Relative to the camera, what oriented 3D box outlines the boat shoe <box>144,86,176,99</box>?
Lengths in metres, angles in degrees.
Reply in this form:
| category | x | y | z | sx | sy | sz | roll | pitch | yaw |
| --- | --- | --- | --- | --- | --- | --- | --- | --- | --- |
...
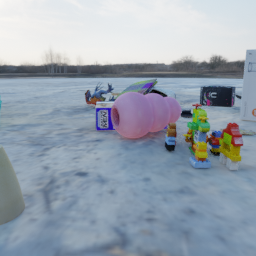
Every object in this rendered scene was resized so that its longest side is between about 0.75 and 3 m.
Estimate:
| category | x | y | z | sx | sy | sz | roll | pitch | yaw |
| --- | --- | --- | --- | --- | --- | --- | --- | --- | --- |
| boat shoe | 1.200 | -1.715 | 14.472 | 2.518 | 0.906 | 0.827 | 19 | 17 | 34 |

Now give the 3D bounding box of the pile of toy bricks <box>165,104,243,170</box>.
| category | x | y | z | sx | sy | sz | roll | pitch | yaw |
| --- | --- | --- | --- | --- | --- | --- | --- | --- | --- |
| pile of toy bricks | 1.462 | 0.026 | 5.836 | 1.176 | 1.046 | 2.120 | 1 | 12 | -6 |

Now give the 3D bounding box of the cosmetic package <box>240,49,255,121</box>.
| category | x | y | z | sx | sy | sz | roll | pitch | yaw |
| --- | --- | --- | --- | --- | --- | --- | --- | --- | --- |
| cosmetic package | 4.743 | -1.368 | 9.169 | 1.792 | 2.377 | 0.614 | 9 | 15 | 35 |

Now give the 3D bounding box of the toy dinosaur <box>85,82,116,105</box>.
| category | x | y | z | sx | sy | sz | roll | pitch | yaw |
| --- | --- | --- | --- | --- | --- | --- | --- | --- | --- |
| toy dinosaur | -1.495 | -1.420 | 12.901 | 2.039 | 1.180 | 2.247 | -13 | 13 | 36 |

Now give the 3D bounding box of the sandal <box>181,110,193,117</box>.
| category | x | y | z | sx | sy | sz | roll | pitch | yaw |
| --- | --- | --- | --- | --- | --- | --- | --- | --- | --- |
| sandal | 2.224 | -0.606 | 10.674 | 0.454 | 0.256 | 1.194 | 1 | 12 | 6 |

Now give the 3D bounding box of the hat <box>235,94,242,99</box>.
| category | x | y | z | sx | sy | sz | roll | pitch | yaw |
| --- | --- | --- | --- | --- | --- | --- | --- | --- | --- |
| hat | 5.079 | -0.925 | 11.291 | 1.612 | 0.650 | 1.612 | 6 | 14 | -2 |

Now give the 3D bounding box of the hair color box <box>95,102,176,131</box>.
| category | x | y | z | sx | sy | sz | roll | pitch | yaw |
| --- | --- | --- | --- | --- | --- | --- | --- | --- | --- |
| hair color box | 0.178 | -0.410 | 8.669 | 2.337 | 0.757 | 1.277 | -3 | 13 | -4 |

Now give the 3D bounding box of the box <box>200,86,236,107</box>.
| category | x | y | z | sx | sy | sz | roll | pitch | yaw |
| --- | --- | --- | --- | --- | --- | --- | --- | --- | --- |
| box | 4.269 | -1.534 | 13.360 | 1.489 | 0.910 | 0.790 | 6 | 15 | 30 |

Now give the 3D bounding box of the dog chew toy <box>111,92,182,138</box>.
| category | x | y | z | sx | sy | sz | roll | pitch | yaw |
| --- | --- | --- | --- | --- | --- | --- | --- | --- | --- |
| dog chew toy | 0.554 | -0.399 | 7.423 | 1.934 | 1.204 | 1.204 | -9 | 15 | -23 |

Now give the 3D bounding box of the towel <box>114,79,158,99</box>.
| category | x | y | z | sx | sy | sz | roll | pitch | yaw |
| --- | --- | --- | --- | --- | --- | --- | --- | --- | --- |
| towel | 0.376 | -1.868 | 14.309 | 1.692 | 0.268 | 2.357 | -4 | 28 | 35 |

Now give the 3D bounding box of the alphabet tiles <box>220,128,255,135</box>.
| category | x | y | z | sx | sy | sz | roll | pitch | yaw |
| --- | --- | --- | --- | --- | --- | --- | --- | --- | --- |
| alphabet tiles | 3.119 | 0.089 | 7.922 | 0.912 | 0.029 | 0.759 | 3 | 11 | 4 |

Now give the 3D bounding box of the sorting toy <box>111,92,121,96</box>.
| category | x | y | z | sx | sy | sz | roll | pitch | yaw |
| --- | --- | --- | --- | --- | --- | --- | --- | --- | --- |
| sorting toy | 0.317 | -1.835 | 16.063 | 1.752 | 0.349 | 2.371 | -2 | 8 | -33 |

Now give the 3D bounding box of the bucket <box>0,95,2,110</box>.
| category | x | y | z | sx | sy | sz | roll | pitch | yaw |
| --- | --- | --- | --- | --- | --- | --- | --- | --- | --- |
| bucket | -4.533 | -0.458 | 8.279 | 1.535 | 0.999 | 1.535 | -1 | 13 | 0 |

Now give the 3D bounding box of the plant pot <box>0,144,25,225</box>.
| category | x | y | z | sx | sy | sz | roll | pitch | yaw |
| --- | --- | --- | --- | --- | --- | --- | --- | --- | --- |
| plant pot | -1.744 | 0.654 | 3.506 | 0.809 | 0.863 | 0.809 | 1 | 12 | 0 |
